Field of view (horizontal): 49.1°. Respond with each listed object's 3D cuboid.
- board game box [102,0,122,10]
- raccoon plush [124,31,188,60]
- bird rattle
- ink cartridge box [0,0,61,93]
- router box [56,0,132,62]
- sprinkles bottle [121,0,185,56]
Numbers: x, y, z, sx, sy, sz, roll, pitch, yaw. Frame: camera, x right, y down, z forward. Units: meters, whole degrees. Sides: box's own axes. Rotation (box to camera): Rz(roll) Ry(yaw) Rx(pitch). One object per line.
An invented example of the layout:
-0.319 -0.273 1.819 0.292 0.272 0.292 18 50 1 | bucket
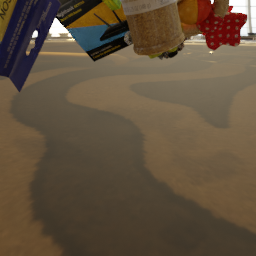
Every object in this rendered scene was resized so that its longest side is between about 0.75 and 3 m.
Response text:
-0.553 -3.377 6.512 0.283 0.604 1.189 6 -13 37 | board game box
0.459 -2.411 6.859 2.127 1.029 1.425 2 -17 33 | raccoon plush
1.215 -2.005 5.125 2.012 1.133 1.640 1 -18 6 | bird rattle
-2.566 -2.282 5.768 0.528 2.220 2.246 -9 54 -52 | ink cartridge box
-0.433 -3.443 8.354 2.926 2.182 0.747 -19 51 25 | router box
0.126 -1.702 2.870 0.617 1.807 0.617 -14 28 8 | sprinkles bottle
